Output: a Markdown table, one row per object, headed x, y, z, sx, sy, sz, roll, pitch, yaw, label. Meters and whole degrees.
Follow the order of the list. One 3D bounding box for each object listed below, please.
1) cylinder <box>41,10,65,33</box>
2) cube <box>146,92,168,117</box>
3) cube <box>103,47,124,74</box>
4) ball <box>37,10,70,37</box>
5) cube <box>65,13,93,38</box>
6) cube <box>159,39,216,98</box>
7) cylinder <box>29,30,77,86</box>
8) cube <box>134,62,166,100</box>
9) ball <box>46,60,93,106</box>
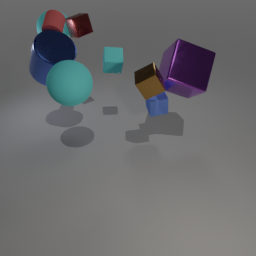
| x | y | z | sx | sy | sz | roll | pitch | yaw | label |
| --- | --- | --- | --- | --- | --- | --- | --- | --- | --- |
| -2.578 | -3.588 | 9.718 | 0.700 | 0.700 | 0.700 | 3 | 66 | 5 | cylinder |
| 1.066 | -0.946 | 10.409 | 0.700 | 0.700 | 0.700 | -11 | 43 | -5 | cube |
| -0.574 | -2.545 | 10.560 | 0.700 | 0.700 | 0.700 | 1 | 65 | -9 | cube |
| -3.020 | -4.097 | 11.498 | 1.400 | 1.400 | 1.400 | 0 | 32 | 0 | ball |
| -1.852 | -3.875 | 10.578 | 0.700 | 0.700 | 0.700 | -31 | 34 | -23 | cube |
| 1.910 | -1.967 | 9.601 | 1.400 | 1.400 | 1.400 | 17 | -6 | -11 | cube |
| -2.613 | -2.371 | 9.658 | 1.400 | 1.400 | 1.400 | 10 | 64 | -21 | cylinder |
| 0.660 | -1.426 | 8.557 | 0.700 | 0.700 | 0.700 | -24 | 39 | 19 | cube |
| -1.791 | -1.374 | 8.625 | 1.400 | 1.400 | 1.400 | 0 | 32 | 0 | ball |
